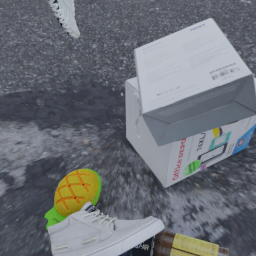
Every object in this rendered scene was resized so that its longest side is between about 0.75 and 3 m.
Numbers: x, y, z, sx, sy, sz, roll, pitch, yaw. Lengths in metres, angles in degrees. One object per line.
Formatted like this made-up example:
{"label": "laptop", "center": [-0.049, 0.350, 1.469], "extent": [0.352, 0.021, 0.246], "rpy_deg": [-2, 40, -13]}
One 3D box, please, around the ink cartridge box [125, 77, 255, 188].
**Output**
{"label": "ink cartridge box", "center": [1.636, -0.302, 7.366], "extent": [2.865, 2.102, 2.092], "rpy_deg": [-22, 48, -20]}

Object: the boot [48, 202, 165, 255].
{"label": "boot", "center": [-0.529, 1.890, 5.295], "extent": [2.277, 0.838, 1.088], "rpy_deg": [-27, 72, 10]}

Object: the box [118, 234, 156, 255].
{"label": "box", "center": [0.009, 2.309, 5.584], "extent": [1.005, 0.219, 0.805], "rpy_deg": [7, 80, 20]}

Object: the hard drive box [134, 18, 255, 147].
{"label": "hard drive box", "center": [1.108, -0.955, 5.259], "extent": [1.761, 0.868, 2.260], "rpy_deg": [-19, 40, 14]}

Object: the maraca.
{"label": "maraca", "center": [-1.225, 1.626, 6.310], "extent": [1.099, 0.858, 1.603], "rpy_deg": [12, 59, 35]}

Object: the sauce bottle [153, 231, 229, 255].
{"label": "sauce bottle", "center": [0.985, 2.404, 5.571], "extent": [1.892, 0.612, 0.612], "rpy_deg": [11, 44, 22]}

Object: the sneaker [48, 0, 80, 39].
{"label": "sneaker", "center": [-1.608, -3.151, 7.044], "extent": [0.756, 1.865, 0.701], "rpy_deg": [-30, 38, -5]}
